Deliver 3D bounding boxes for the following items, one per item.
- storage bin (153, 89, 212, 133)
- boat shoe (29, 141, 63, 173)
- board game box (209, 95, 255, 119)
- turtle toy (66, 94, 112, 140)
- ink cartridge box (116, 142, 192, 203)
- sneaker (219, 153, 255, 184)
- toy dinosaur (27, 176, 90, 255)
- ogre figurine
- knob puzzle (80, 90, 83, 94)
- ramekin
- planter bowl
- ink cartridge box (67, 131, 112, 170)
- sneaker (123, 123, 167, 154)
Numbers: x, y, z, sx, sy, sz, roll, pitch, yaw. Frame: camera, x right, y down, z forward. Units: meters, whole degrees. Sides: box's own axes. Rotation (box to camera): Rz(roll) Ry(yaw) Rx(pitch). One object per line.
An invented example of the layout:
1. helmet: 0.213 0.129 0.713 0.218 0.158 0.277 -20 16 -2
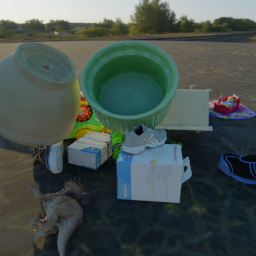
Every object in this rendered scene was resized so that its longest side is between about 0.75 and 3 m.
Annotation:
1. storage bin: 1.246 -0.531 9.839 2.784 1.305 2.764 1 -3 4
2. boat shoe: -2.521 0.784 8.485 1.008 0.786 2.222 -7 18 -9
3. board game box: 4.704 -1.171 13.434 2.214 0.546 2.803 -2 22 -4
4. turtle toy: -1.880 -0.415 10.323 2.938 1.485 2.141 -21 30 -41
5. ink cartridge box: 0.674 1.105 7.116 1.761 1.103 1.132 3 22 7
6. sneaker: 3.735 1.021 7.413 2.665 1.038 0.935 20 30 39
7. toy dinosaur: -1.335 1.731 6.017 1.407 0.891 2.077 -4 27 -27
8. ogre figurine: 0.433 0.423 8.786 2.375 1.165 1.424 -22 41 -19
9. knob puzzle: -3.445 -1.589 14.613 3.033 0.421 3.033 0 23 0
10. ramekin: 0.068 -1.060 7.846 2.576 1.258 2.576 -2 62 3
11. planter bowl: -2.535 -1.167 7.912 2.817 1.896 2.817 22 38 -18
12. ink cartridge box: -1.106 0.666 8.887 1.002 0.578 1.381 9 24 22
13. sneaker: 0.484 0.162 7.088 1.430 0.658 0.541 -19 29 -41
